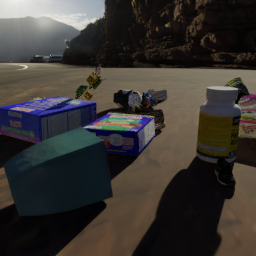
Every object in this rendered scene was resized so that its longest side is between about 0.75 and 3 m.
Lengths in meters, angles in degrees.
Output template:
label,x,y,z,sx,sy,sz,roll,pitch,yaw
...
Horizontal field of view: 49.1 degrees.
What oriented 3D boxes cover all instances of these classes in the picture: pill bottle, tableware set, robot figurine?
label,x,y,z,sx,sy,sz,roll,pitch,yaw
pill bottle,2.631,-0.123,8.139,1.156,2.078,1.156,0,16,0
tableware set,-1.777,-1.866,13.220,0.432,1.895,2.813,41,-9,-3
robot figurine,-0.028,-1.615,15.409,1.632,1.018,1.226,10,52,34

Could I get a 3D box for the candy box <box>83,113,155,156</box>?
label,x,y,z,sx,sy,sz,roll,pitch,yaw
candy box,-0.220,0.139,9.496,1.856,0.845,2.195,4,15,18

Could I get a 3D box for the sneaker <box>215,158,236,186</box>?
label,x,y,z,sx,sy,sz,roll,pitch,yaw
sneaker,2.390,1.060,6.952,0.386,0.446,1.019,0,16,0

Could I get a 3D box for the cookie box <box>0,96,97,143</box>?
label,x,y,z,sx,sy,sz,roll,pitch,yaw
cookie box,-3.105,-0.428,11.027,2.511,1.103,2.935,11,19,34

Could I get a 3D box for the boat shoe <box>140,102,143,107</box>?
label,x,y,z,sx,sy,sz,roll,pitch,yaw
boat shoe,0.581,-1.459,16.163,0.342,0.418,1.132,-40,31,12

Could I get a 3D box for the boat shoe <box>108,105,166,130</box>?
label,x,y,z,sx,sy,sz,roll,pitch,yaw
boat shoe,0.317,-0.547,11.842,2.749,0.903,0.982,10,18,31

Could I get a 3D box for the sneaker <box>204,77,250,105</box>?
label,x,y,z,sx,sy,sz,roll,pitch,yaw
sneaker,3.209,-0.884,9.343,0.655,1.773,0.718,26,28,-50

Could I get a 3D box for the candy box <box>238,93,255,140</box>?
label,x,y,z,sx,sy,sz,roll,pitch,yaw
candy box,4.842,-0.538,10.996,1.806,0.808,2.648,11,33,36

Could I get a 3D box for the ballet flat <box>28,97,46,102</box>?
label,x,y,z,sx,sy,sz,roll,pitch,yaw
ballet flat,-4.480,-0.945,13.342,1.038,0.877,2.745,1,16,-4

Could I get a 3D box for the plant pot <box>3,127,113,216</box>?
label,x,y,z,sx,sy,sz,roll,pitch,yaw
plant pot,-1.505,0.974,5.900,1.865,1.318,1.317,-17,22,-26

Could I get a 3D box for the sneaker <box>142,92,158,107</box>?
label,x,y,z,sx,sy,sz,roll,pitch,yaw
sneaker,1.229,-1.592,16.252,0.751,0.722,1.915,6,23,-9

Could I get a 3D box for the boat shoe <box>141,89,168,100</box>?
label,x,y,z,sx,sy,sz,roll,pitch,yaw
boat shoe,1.517,-2.128,17.843,2.190,0.720,0.788,-4,16,-14
